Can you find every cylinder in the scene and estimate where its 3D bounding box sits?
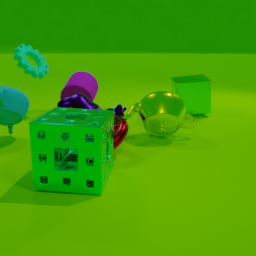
[{"bbox_3d":[-1.776,-1.331,10.383,1.179,1.179,1.179,2,36,6],"label":"cylinder"}]

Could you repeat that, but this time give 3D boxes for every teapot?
[{"bbox_3d":[-3.111,-0.449,7.166,1.120,0.882,1.801,0,-26,-14],"label":"teapot"},{"bbox_3d":[0.823,-0.309,7.411,2.084,1.296,1.020,10,52,-8],"label":"teapot"}]

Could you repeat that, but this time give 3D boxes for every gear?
[{"bbox_3d":[-3.247,-2.238,9.445,0.227,1.227,1.227,-31,2,27],"label":"gear"}]

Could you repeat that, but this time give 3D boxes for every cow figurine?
[{"bbox_3d":[-0.945,-0.428,7.757,1.580,0.881,1.606,-32,73,-25],"label":"cow figurine"}]

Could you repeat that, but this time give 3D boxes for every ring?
[{"bbox_3d":[-0.538,0.183,6.400,1.239,0.248,1.239,-25,32,17],"label":"ring"}]

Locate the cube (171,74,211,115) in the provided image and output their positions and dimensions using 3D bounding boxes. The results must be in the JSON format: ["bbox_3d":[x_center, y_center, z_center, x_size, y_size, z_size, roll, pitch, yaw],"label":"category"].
[{"bbox_3d":[2.265,-1.209,10.154,1.207,1.207,1.207,-5,19,4],"label":"cube"}]

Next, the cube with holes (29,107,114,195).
[{"bbox_3d":[-0.941,0.354,5.112,1.187,1.187,1.187,4,17,6],"label":"cube with holes"}]
